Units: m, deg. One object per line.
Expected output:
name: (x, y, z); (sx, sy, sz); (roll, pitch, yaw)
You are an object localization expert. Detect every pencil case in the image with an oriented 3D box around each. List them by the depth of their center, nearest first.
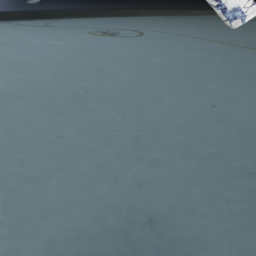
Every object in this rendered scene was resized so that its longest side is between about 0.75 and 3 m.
pencil case: (2.848, -4.213, 8.457); (1.192, 2.666, 1.037); (-53, 13, -30)

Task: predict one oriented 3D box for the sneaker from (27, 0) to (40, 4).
sneaker: (-1.846, -2.539, 5.160); (0.305, 0.427, 0.861); (-22, 40, -17)
